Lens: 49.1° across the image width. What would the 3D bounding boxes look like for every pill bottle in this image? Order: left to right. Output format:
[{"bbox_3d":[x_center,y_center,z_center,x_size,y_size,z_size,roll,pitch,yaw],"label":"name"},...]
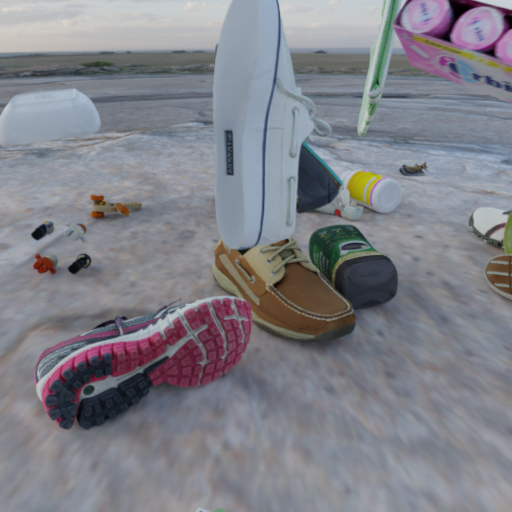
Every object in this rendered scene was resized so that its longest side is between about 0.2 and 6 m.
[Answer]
[{"bbox_3d":[2.564,-1.535,12.902,0.790,0.790,1.515,-12,25,-27],"label":"pill bottle"}]

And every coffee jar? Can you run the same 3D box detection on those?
[{"bbox_3d":[1.506,0.141,8.875,0.955,0.781,1.831,-8,23,-7],"label":"coffee jar"}]

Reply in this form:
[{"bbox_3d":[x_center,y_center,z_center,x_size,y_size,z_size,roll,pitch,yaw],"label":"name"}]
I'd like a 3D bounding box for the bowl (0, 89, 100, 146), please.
[{"bbox_3d":[-4.381,-3.000,11.839,2.036,0.760,2.033,-9,27,-12],"label":"bowl"}]

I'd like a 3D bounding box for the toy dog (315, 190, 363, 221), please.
[{"bbox_3d":[1.660,-1.268,12.368,1.471,0.708,0.970,9,24,21],"label":"toy dog"}]

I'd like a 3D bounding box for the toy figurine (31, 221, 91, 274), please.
[{"bbox_3d":[-3.277,-0.146,9.454,0.917,0.903,0.638,-1,13,2],"label":"toy figurine"}]

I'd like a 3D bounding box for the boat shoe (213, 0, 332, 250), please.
[{"bbox_3d":[0.259,-1.508,6.457,1.224,2.871,1.061,-7,15,-30],"label":"boat shoe"}]

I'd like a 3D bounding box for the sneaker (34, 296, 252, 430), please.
[{"bbox_3d":[-1.220,0.998,6.512,2.637,1.063,0.985,-14,24,-29],"label":"sneaker"}]

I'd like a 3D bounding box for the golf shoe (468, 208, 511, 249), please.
[{"bbox_3d":[5.044,-0.603,10.247,1.024,1.168,2.652,-10,23,-21],"label":"golf shoe"}]

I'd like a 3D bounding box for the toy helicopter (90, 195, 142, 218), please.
[{"bbox_3d":[-3.000,-1.089,12.323,0.800,0.477,1.209,14,16,39],"label":"toy helicopter"}]

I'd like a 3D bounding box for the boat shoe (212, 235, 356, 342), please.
[{"bbox_3d":[0.225,0.245,8.211,1.141,1.113,3.015,-15,27,-32],"label":"boat shoe"}]

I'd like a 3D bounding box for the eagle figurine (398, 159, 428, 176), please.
[{"bbox_3d":[4.413,-2.433,15.656,0.704,0.531,0.534,-21,-34,31],"label":"eagle figurine"}]

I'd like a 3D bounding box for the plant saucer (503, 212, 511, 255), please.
[{"bbox_3d":[4.864,-0.339,9.202,0.247,1.592,1.592,8,15,-34],"label":"plant saucer"}]

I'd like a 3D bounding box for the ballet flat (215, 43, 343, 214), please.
[{"bbox_3d":[0.072,-1.682,7.766,0.982,2.689,0.982,-39,3,2],"label":"ballet flat"}]

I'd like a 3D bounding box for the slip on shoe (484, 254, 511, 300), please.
[{"bbox_3d":[4.443,0.479,8.416,1.961,0.745,0.594,12,-15,44],"label":"slip on shoe"}]

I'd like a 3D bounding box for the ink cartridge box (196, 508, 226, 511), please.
[{"bbox_3d":[-0.326,2.311,4.321,0.542,0.310,1.044,10,25,23],"label":"ink cartridge box"}]

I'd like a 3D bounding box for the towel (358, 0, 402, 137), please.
[{"bbox_3d":[2.214,-3.482,10.373,0.308,2.006,2.630,11,0,5],"label":"towel"}]

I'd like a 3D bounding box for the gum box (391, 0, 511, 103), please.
[{"bbox_3d":[2.877,-2.690,7.255,1.968,0.651,1.117,34,6,30],"label":"gum box"}]
